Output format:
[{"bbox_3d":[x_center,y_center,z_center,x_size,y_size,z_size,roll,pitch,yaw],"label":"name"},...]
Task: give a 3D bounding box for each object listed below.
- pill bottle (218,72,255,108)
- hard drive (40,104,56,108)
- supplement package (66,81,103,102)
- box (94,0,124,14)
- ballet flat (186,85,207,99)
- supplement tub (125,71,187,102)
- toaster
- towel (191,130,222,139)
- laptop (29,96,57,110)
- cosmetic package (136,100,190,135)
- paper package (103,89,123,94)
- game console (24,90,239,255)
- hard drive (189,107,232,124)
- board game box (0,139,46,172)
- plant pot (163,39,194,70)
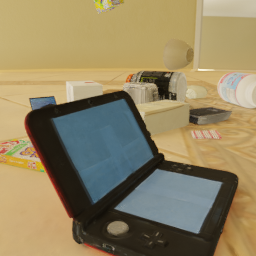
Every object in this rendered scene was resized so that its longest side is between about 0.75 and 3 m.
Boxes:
[{"bbox_3d":[5.508,-1.783,13.135,1.530,1.530,2.813,-2,15,-9],"label":"pill bottle"},{"bbox_3d":[-3.021,-0.742,11.406,1.048,0.222,0.707,17,28,28],"label":"hard drive"},{"bbox_3d":[-1.897,-1.344,12.086,1.254,1.239,2.069,-5,16,-19],"label":"supplement package"},{"bbox_3d":[-0.684,-4.235,8.964,0.523,0.825,0.857,-29,19,-34],"label":"box"},{"bbox_3d":[3.351,-1.985,15.777,0.819,0.819,2.359,-10,16,-34],"label":"ballet flat"},{"bbox_3d":[1.315,-1.889,13.370,2.694,1.650,1.650,9,17,26],"label":"supplement tub"},{"bbox_3d":[0.470,-1.284,11.910,1.880,1.215,1.069,14,20,43],"label":"toaster"},{"bbox_3d":[2.346,0.213,8.446,0.832,0.124,0.609,-1,15,7],"label":"towel"},{"bbox_3d":[-3.339,-0.890,11.540,1.108,0.646,1.251,-10,18,-32],"label":"laptop"},{"bbox_3d":[0.920,-0.375,9.285,2.232,0.816,1.155,-15,21,-42],"label":"cosmetic package"},{"bbox_3d":[-0.648,-1.537,13.959,1.209,0.656,1.268,4,15,15],"label":"paper package"},{"bbox_3d":[0.351,0.444,4.429,2.488,1.714,2.887,8,17,28],"label":"game console"},{"bbox_3d":[2.902,-0.483,10.524,1.762,0.373,1.189,-9,18,-32],"label":"hard drive"},{"bbox_3d":[-2.291,0.624,6.603,2.100,0.315,1.003,9,18,22],"label":"board game box"},{"bbox_3d":[1.983,-2.734,10.476,0.794,1.183,1.183,16,21,42],"label":"plant pot"}]
